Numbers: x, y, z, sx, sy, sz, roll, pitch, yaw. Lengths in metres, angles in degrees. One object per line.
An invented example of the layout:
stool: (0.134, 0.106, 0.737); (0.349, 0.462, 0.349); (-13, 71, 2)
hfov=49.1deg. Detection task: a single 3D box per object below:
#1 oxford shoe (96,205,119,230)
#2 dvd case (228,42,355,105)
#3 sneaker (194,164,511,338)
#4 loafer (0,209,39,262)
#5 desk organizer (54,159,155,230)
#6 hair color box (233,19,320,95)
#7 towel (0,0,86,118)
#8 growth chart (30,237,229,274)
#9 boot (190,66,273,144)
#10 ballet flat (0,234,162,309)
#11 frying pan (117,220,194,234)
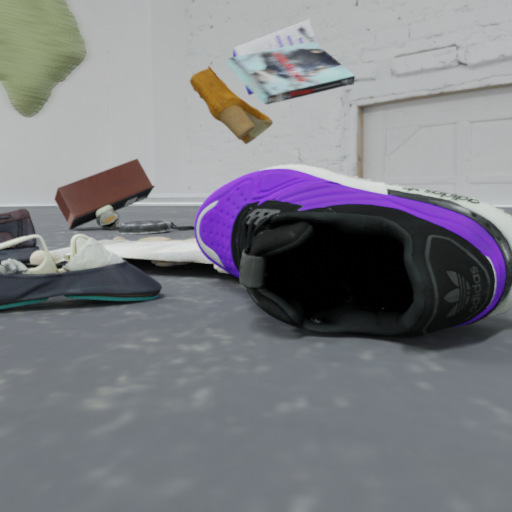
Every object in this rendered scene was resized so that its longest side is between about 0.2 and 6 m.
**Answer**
oxford shoe: (-4.155, -0.977, 15.859); (0.679, 0.522, 1.806); (-33, 0, -11)
dvd case: (0.566, -2.974, 9.023); (1.691, 0.186, 1.235); (-20, 53, -22)
sneaker: (0.334, -0.098, 4.834); (3.449, 1.199, 1.715); (10, 19, 43)
loafer: (-4.665, -0.335, 8.800); (2.640, 0.831, 0.949); (1, 7, 9)
desk organizer: (-4.271, -1.768, 15.798); (2.526, 0.973, 0.906); (-28, -3, -30)
hair color box: (0.444, -3.935, 11.140); (1.620, 0.885, 0.525); (-21, 3, -1)
towel: (-2.957, -2.970, 7.187); (1.489, 2.007, 0.366); (-33, -11, 31)
growth chart: (-1.107, -0.036, 8.328); (4.077, 0.362, 2.950); (3, 7, 22)
boot: (-0.538, -3.390, 12.456); (0.846, 1.722, 2.405); (-38, 1, 17)
ballet flat: (-1.913, 0.142, 5.383); (2.058, 0.752, 0.752); (-3, 7, -24)
frying pan: (-2.505, -0.761, 14.765); (2.273, 0.370, 1.375); (-5, 8, -16)
